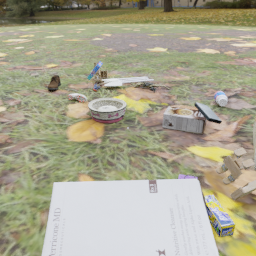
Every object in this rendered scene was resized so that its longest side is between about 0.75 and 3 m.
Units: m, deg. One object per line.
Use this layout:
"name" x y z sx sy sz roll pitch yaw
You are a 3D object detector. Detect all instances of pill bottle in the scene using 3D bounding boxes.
"pill bottle" 4.327 -1.346 13.018 0.521 0.521 0.929 3 25 6

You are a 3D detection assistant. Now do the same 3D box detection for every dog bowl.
"dog bowl" -0.848 -0.722 11.661 1.593 0.587 1.593 0 26 0

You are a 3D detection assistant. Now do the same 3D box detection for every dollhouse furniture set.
"dollhouse furniture set" -1.571 -3.229 16.424 0.752 0.992 1.132 -3 -1 -3
"dollhouse furniture set" 2.791 1.234 7.278 0.677 0.956 1.041 -13 59 -28

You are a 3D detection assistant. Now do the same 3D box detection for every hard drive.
"hard drive" 2.351 -0.434 8.244 0.548 0.129 0.786 12 33 -33

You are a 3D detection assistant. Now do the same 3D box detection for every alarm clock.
"alarm clock" 1.339 1.611 6.562 0.957 0.472 1.418 -2 38 26

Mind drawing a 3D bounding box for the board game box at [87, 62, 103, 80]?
"board game box" -1.534 -2.642 12.938 0.186 0.825 0.627 38 26 -12

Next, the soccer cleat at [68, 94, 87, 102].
"soccer cleat" -2.390 -1.498 13.528 1.107 0.384 0.429 11 25 28

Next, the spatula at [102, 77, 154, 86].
"spatula" -0.041 -2.684 16.049 2.811 0.226 1.954 -5 16 -10

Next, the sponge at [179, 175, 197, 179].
"sponge" 1.558 1.570 7.440 0.507 0.136 0.909 7 26 14

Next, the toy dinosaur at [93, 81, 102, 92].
"toy dinosaur" -1.706 -2.161 15.113 0.898 0.471 0.815 -27 16 46

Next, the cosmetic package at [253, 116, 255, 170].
"cosmetic package" 4.624 0.151 8.904 0.978 1.447 2.751 10 26 18

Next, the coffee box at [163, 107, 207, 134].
"coffee box" 2.208 -0.321 10.781 1.559 0.622 0.881 9 27 18

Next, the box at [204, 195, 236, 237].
"box" 2.015 1.977 6.382 0.352 0.323 1.004 -6 27 -11

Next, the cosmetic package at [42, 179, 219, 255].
"cosmetic package" -0.013 1.886 5.161 2.804 1.138 1.582 -1 48 -5

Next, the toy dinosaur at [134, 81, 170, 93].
"toy dinosaur" 1.218 -2.229 14.974 1.989 0.472 0.876 10 21 13

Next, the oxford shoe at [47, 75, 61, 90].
"oxford shoe" -4.046 -2.480 15.205 0.583 0.677 1.604 0 27 -4
